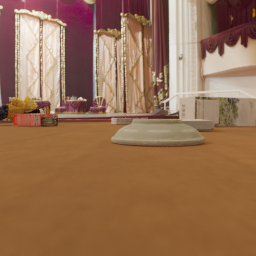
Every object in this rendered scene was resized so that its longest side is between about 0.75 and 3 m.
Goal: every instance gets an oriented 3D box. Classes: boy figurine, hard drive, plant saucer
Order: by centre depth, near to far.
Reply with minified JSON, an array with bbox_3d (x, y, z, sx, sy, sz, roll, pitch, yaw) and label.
[{"bbox_3d":[0.418,0.038,3.968,1.313,0.329,1.313,0,2,0],"label":"plant saucer"},{"bbox_3d":[1.541,-0.098,7.802,1.322,0.267,2.004,0,2,7],"label":"hard drive"},{"bbox_3d":[-5.055,-0.885,12.279,2.255,0.727,1.402,-28,-22,-41],"label":"boy figurine"}]

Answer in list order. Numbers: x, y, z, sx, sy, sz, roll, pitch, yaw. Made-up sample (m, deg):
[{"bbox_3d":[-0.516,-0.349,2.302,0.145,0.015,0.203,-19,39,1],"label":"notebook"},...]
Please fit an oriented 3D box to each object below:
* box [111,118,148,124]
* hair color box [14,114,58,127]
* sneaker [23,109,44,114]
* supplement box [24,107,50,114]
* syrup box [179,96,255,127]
[{"bbox_3d":[0.074,-0.347,14.011,1.604,0.330,1.250,0,1,-15],"label":"box"},{"bbox_3d":[-3.591,-0.311,10.894,1.570,0.502,0.871,3,3,32],"label":"hair color box"},{"bbox_3d":[-4.620,-0.438,12.990,1.086,0.710,1.942,-5,-3,-31],"label":"sneaker"},{"bbox_3d":[-5.197,-0.727,15.976,1.452,0.950,0.749,0,1,-9],"label":"supplement box"},{"bbox_3d":[3.401,-0.604,10.593,2.762,1.087,1.125,-1,2,-21],"label":"syrup box"}]
